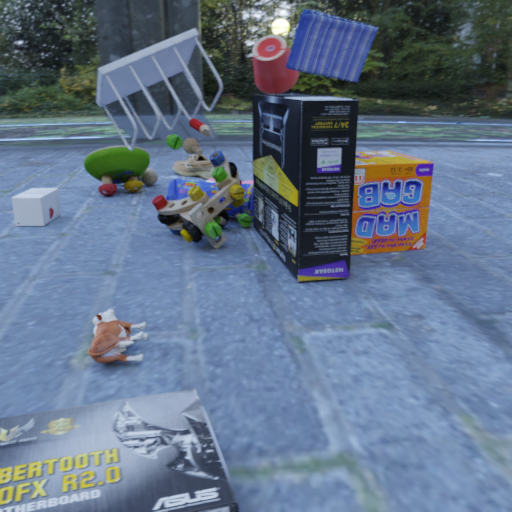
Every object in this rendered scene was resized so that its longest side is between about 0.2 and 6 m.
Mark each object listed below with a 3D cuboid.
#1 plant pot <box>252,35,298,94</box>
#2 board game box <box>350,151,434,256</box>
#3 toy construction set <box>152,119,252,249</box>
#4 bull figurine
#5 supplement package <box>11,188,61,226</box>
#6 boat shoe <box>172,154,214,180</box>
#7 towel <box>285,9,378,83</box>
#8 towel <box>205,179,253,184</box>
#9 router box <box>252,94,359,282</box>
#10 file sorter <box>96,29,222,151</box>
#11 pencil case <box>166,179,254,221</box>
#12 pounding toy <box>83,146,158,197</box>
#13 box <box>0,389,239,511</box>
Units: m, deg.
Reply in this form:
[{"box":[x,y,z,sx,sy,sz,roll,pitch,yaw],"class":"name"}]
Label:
[{"box":[0.396,-4.458,12.935,1.086,1.086,0.961,5,-23,16],"class":"plant pot"},{"box":[2.426,-1.199,11.978,1.826,1.827,1.828,-5,19,-14],"class":"board game box"},{"box":[-0.997,-1.413,11.871,2.200,2.638,2.027,-16,28,-19],"class":"toy construction set"},{"box":[-1.837,1.063,7.391,0.756,0.406,1.245,-2,18,-6],"class":"bull figurine"},{"box":[-5.392,-1.211,13.807,0.714,0.723,1.193,0,18,1],"class":"supplement package"},{"box":[-2.003,-3.222,19.815,2.484,0.801,0.885,15,23,38],"class":"boat shoe"},{"box":[1.379,-3.821,10.298,1.516,1.097,0.181,5,39,-17],"class":"towel"},{"box":[-0.897,-1.900,16.452,1.951,0.399,2.666,3,18,11],"class":"towel"},{"box":[0.791,-1.599,11.171,1.033,3.108,3.953,-4,19,-11],"class":"router box"},{"box":[-2.051,-3.490,12.025,2.258,1.406,1.567,-32,1,-20],"class":"file sorter"},{"box":[-1.102,-1.389,13.981,2.440,0.952,1.060,3,22,9],"class":"pencil case"},{"box":[-4.083,-2.320,17.086,1.963,1.180,2.543,-11,-11,2],"class":"pounding toy"},{"box":[-1.369,1.892,4.672,2.135,0.516,1.691,-5,19,-15],"class":"box"}]
